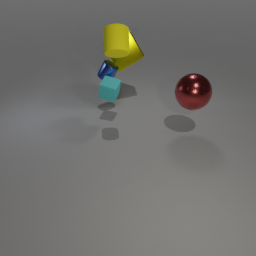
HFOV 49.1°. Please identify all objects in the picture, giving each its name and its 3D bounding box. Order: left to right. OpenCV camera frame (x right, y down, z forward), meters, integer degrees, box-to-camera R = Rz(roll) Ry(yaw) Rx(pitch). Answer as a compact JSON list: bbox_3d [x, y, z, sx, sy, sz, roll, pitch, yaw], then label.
[{"bbox_3d":[-0.852,-2.411,11.885,0.700,0.700,0.700,25,30,-16],"label":"cylinder"},{"bbox_3d":[-0.751,-1.605,11.501,0.700,0.700,0.700,18,46,5],"label":"cube"},{"bbox_3d":[-0.315,-2.350,7.599,0.700,0.700,0.700,-2,-5,0],"label":"cylinder"},{"bbox_3d":[-0.240,-3.690,13.262,1.400,1.400,1.400,-31,21,7],"label":"cube"},{"bbox_3d":[2.490,-1.378,10.686,1.400,1.400,1.400,0,30,0],"label":"ball"}]
